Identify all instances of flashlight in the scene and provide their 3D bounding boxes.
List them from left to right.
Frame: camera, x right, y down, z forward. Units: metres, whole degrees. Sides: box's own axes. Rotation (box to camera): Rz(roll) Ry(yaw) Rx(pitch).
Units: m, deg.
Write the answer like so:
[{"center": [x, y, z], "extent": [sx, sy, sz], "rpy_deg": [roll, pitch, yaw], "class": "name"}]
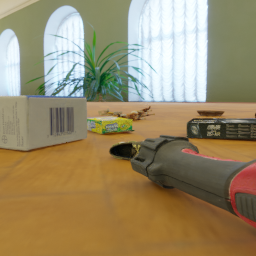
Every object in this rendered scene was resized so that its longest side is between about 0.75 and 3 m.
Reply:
[{"center": [0.913, 0.420, 2.604], "extent": [0.776, 0.778, 2.291], "rpy_deg": [35, -10, -22], "class": "flashlight"}]

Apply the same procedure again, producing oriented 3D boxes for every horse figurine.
[{"center": [0.434, -0.594, 12.323], "extent": [1.223, 0.461, 1.845], "rpy_deg": [-3, 12, 25], "class": "horse figurine"}]

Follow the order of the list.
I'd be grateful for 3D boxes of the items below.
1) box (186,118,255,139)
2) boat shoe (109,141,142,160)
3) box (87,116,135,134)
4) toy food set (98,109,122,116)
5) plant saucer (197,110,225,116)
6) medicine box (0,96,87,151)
[{"center": [2.594, -0.009, 7.483], "extent": [1.867, 0.406, 1.496], "rpy_deg": [1, 6, 21], "class": "box"}, {"center": [0.130, 0.382, 4.664], "extent": [0.978, 0.350, 0.292], "rpy_deg": [-3, 4, 33], "class": "boat shoe"}, {"center": [-0.601, -0.098, 8.490], "extent": [1.022, 0.421, 1.742], "rpy_deg": [-4, 9, -29], "class": "box"}, {"center": [-0.991, -0.896, 15.634], "extent": [1.124, 0.339, 0.806], "rpy_deg": [4, 8, 33], "class": "toy food set"}, {"center": [4.431, -0.784, 15.026], "extent": [1.459, 0.267, 1.459], "rpy_deg": [-1, 6, 0], "class": "plant saucer"}, {"center": [-2.344, -0.214, 6.526], "extent": [2.095, 1.078, 1.908], "rpy_deg": [4, 7, 28], "class": "medicine box"}]
